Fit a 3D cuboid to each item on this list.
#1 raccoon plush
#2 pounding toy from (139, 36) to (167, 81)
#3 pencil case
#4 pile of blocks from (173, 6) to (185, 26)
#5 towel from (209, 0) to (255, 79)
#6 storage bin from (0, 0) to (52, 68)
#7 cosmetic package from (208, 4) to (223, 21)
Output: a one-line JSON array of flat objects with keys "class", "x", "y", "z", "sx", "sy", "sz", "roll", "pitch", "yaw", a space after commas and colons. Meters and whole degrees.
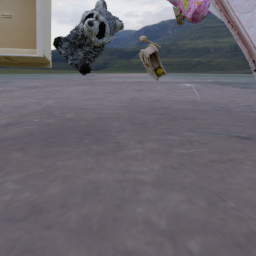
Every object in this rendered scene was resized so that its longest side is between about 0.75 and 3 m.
[{"class": "raccoon plush", "x": -1.155, "y": -2.791, "z": 8.513, "sx": 1.899, "sy": 1.371, "sz": 2.834, "roll": -44, "pitch": 20, "yaw": 6}, {"class": "pounding toy", "x": 0.962, "y": -2.518, "z": 9.717, "sx": 0.885, "sy": 1.543, "sz": 0.882, "roll": -33, "pitch": 20, "yaw": -6}, {"class": "pencil case", "x": 1.655, "y": -4.227, "z": 8.858, "sx": 0.930, "sy": 0.930, "sz": 2.127, "roll": -13, "pitch": 56, "yaw": -45}, {"class": "pile of blocks", "x": 1.384, "y": -3.037, "z": 7.510, "sx": 0.259, "sy": 0.342, "sz": 0.833, "roll": -15, "pitch": -10, "yaw": 14}, {"class": "towel", "x": 2.569, "y": -2.601, "z": 5.044, "sx": 2.964, "sy": 2.831, "sz": 0.478, "roll": -33, "pitch": 3, "yaw": -24}, {"class": "storage bin", "x": -2.785, "y": -2.603, "z": 4.813, "sx": 2.854, "sy": 2.875, "sz": 1.347, "roll": 1, "pitch": 4, "yaw": -5}, {"class": "cosmetic package", "x": 3.722, "y": -2.662, "z": 7.329, "sx": 2.960, "sy": 1.096, "sz": 1.505, "roll": 44, "pitch": 32, "yaw": 12}]
